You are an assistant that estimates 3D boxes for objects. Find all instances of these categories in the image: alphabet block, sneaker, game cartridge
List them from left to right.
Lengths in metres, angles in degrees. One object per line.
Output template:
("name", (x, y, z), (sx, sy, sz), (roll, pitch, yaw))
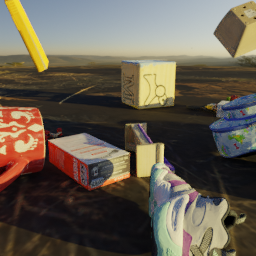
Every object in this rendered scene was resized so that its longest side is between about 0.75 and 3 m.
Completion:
("game cartridge", (-3.689, -3.448, 10.330), (0.414, 2.549, 2.247), (-25, 24, -5))
("alphabet block", (1.016, -2.356, 14.683), (2.210, 2.262, 2.221), (-6, 17, -22))
("sneaker", (1.129, 1.323, 4.640), (1.540, 0.856, 2.202), (2, 25, 2))

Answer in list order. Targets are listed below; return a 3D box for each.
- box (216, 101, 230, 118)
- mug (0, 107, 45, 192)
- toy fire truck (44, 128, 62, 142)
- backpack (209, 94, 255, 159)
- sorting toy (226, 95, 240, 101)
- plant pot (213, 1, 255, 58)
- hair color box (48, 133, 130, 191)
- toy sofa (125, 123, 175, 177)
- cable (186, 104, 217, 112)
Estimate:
("box", (4.273, -0.836, 12.414), (0.458, 0.584, 0.939), (9, 18, 29))
("mug", (-3.353, 0.648, 6.030), (2.861, 2.540, 1.909), (-4, -20, -29))
("toy fire truck", (-2.598, 0.230, 9.352), (0.658, 0.227, 0.933), (0, 16, -2))
("backpack", (3.320, -0.120, 7.694), (2.038, 1.498, 1.865), (-21, 4, 11))
("sorting toy", (5.051, -1.153, 13.292), (0.508, 0.744, 1.239), (2, -2, 4))
("plant pot", (3.894, -3.420, 9.429), (1.325, 1.174, 1.327), (-23, 63, -9))
("hair color box", (-1.011, 0.730, 6.856), (1.132, 0.653, 2.042), (-11, 18, -36))
("toy sofa", (0.522, 0.492, 7.368), (0.968, 0.821, 1.983), (-3, 16, -8))
("cable", (3.678, -1.063, 13.471), (1.698, 0.427, 0.825), (15, 24, 41))
